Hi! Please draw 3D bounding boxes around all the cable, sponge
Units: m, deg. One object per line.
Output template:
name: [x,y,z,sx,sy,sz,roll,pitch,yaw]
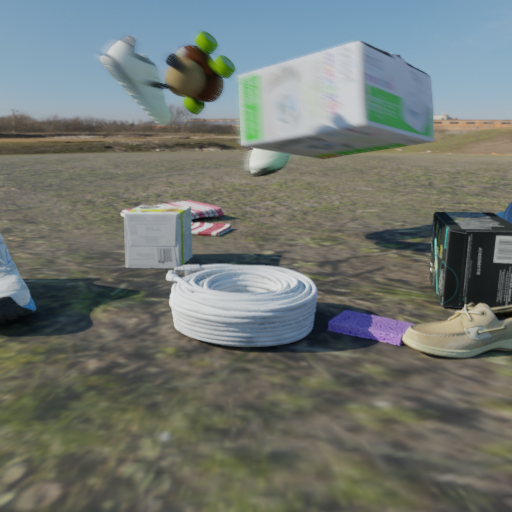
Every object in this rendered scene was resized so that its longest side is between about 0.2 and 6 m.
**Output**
cable: [-0.168,0.642,7.553,1.986,0.688,1.986,-2,14,-14]
sponge: [1.530,0.945,7.422,1.013,0.151,0.565,9,16,32]

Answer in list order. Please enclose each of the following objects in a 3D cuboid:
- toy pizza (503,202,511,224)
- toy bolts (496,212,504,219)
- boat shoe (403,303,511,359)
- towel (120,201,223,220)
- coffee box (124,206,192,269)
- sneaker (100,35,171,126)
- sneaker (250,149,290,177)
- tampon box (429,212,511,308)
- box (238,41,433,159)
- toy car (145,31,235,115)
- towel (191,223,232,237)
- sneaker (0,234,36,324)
toy pizza: [6.033,-0.494,11.086,2.198,0.348,2.198,-4,50,5]
toy bolts: [5.842,-0.876,12.235,1.249,1.721,1.801,-12,1,-31]
boat shoe: [2.685,0.848,6.860,1.825,0.593,0.658,-2,14,-7]
towel: [-2.369,-1.168,15.850,2.413,0.361,1.766,-13,19,-36]
coffee box: [-1.885,-0.391,10.949,1.070,1.072,1.060,2,14,7]
sneaker: [-2.168,-3.372,11.020,0.745,0.785,1.950,46,-2,37]
sneaker: [0.216,-3.049,12.975,0.964,1.470,2.554,-5,43,25]
tampon box: [3.397,0.024,8.870,1.039,1.234,1.646,2,14,10]
box: [1.511,-2.685,10.174,2.485,1.362,2.816,-1,3,38]
toy car: [-1.051,-2.602,7.941,0.939,0.902,1.143,-41,-12,33]
towel: [-1.474,-0.694,14.153,1.488,0.169,1.072,5,15,18]
sneaker: [-4.199,0.102,8.346,1.201,1.388,3.203,-9,17,-36]
